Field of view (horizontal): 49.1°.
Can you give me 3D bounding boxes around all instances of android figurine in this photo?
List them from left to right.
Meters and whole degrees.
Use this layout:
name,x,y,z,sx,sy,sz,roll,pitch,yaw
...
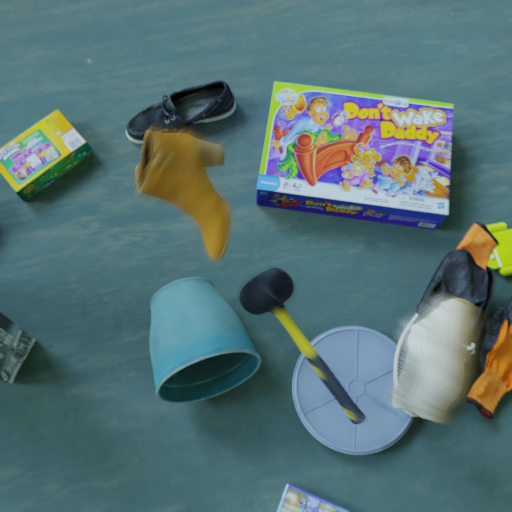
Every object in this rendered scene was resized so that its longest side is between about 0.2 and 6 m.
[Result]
name,x,y,z,sx,sy,sz,roll,pitch,yaw
android figurine,4.903,-0.123,11.226,1.197,0.246,1.090,-9,72,-5

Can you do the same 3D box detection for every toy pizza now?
name,x,y,z,sx,sy,sz,roll,pitch,yaw
toy pizza,1.808,2.451,10.324,2.302,0.365,2.302,0,71,0

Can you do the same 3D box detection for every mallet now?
name,x,y,z,sx,sy,sz,roll,pitch,yaw
mallet,0.654,1.351,8.082,0.526,0.841,2.555,-36,98,-34

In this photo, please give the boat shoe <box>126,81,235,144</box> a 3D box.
name,x,y,z,sx,sy,sz,roll,pitch,yaw
boat shoe,-1.629,-3.108,11.881,2.461,0.816,0.920,-15,73,-5

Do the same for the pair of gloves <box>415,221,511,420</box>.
name,x,y,z,sx,sy,sz,roll,pitch,yaw
pair of gloves,4.078,1.161,10.003,2.939,0.363,2.618,45,71,-20

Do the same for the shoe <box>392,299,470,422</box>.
name,x,y,z,sx,sy,sz,roll,pitch,yaw
shoe,2.473,1.595,8.032,0.789,2.958,1.034,8,53,13

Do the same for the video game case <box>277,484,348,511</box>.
name,x,y,z,sx,sy,sz,roll,pitch,yaw
video game case,0.925,4.781,9.595,1.337,0.304,1.212,22,73,7

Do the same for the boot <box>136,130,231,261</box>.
name,x,y,z,sx,sy,sz,roll,pitch,yaw
boot,-0.979,-0.766,7.364,1.207,0.593,1.686,-2,87,-37

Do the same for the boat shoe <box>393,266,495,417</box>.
name,x,y,z,sx,sy,sz,roll,pitch,yaw
boat shoe,3.440,1.422,10.086,1.134,0.979,3.122,36,67,-15

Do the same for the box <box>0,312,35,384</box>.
name,x,y,z,sx,sy,sz,roll,pitch,yaw
box,-5.794,0.681,8.947,3.214,4.075,1.014,20,67,6

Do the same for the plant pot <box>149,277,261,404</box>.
name,x,y,z,sx,sy,sz,roll,pitch,yaw
plant pot,-1.082,1.421,10.004,1.863,1.863,1.750,-20,59,-6

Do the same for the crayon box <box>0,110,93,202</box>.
name,x,y,z,sx,sy,sz,roll,pitch,yaw
crayon box,-4.492,-2.104,11.712,1.778,0.518,1.056,-40,76,-12

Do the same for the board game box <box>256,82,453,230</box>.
name,x,y,z,sx,sy,sz,roll,pitch,yaw
board game box,2.017,-2.078,11.538,3.733,0.836,2.510,8,72,2
